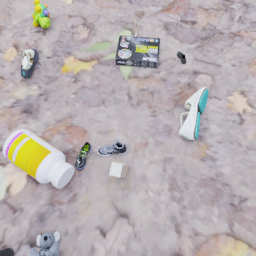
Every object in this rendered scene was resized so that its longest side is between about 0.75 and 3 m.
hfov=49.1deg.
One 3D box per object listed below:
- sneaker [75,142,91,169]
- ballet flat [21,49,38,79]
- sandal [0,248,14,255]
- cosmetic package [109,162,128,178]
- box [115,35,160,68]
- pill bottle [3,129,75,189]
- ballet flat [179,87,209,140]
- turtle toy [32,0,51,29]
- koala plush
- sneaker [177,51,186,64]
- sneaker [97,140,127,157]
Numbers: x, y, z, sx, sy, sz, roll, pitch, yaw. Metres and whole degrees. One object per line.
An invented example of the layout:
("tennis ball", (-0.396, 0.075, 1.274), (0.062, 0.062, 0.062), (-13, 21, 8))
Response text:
("sneaker", (-1.682, 0.993, 10.380), (0.396, 0.462, 1.116), (14, 59, 10))
("ballet flat", (-4.558, -3.146, 12.867), (0.690, 0.690, 1.888), (1, 58, 0))
("sandal", (-4.191, 4.031, 8.579), (1.280, 0.288, 0.481), (-20, 60, -12))
("cosmetic package", (-0.304, 1.452, 9.734), (0.400, 0.917, 0.474), (12, 86, 15))
("box", (0.485, -3.631, 13.282), (2.013, 0.446, 1.613), (6, 58, 4))
("pill bottle", (-3.093, 1.108, 9.834), (2.416, 1.259, 1.259), (30, 63, 17))
("ballet flat", (2.602, -0.676, 11.287), (0.898, 0.898, 2.588), (17, 60, 10))
("turtle toy", (-4.410, -5.717, 14.312), (0.797, 1.149, 1.577), (0, 56, -25))
("koala plush", (-2.488, 3.668, 8.621), (0.868, 0.900, 0.979), (-13, 38, -8))
("sneaker", (2.556, -3.385, 13.189), (0.297, 0.355, 0.782), (-19, 59, -9))
("sneaker", (-0.595, 0.733, 10.434), (1.132, 0.644, 0.427), (-4, 58, -3))
